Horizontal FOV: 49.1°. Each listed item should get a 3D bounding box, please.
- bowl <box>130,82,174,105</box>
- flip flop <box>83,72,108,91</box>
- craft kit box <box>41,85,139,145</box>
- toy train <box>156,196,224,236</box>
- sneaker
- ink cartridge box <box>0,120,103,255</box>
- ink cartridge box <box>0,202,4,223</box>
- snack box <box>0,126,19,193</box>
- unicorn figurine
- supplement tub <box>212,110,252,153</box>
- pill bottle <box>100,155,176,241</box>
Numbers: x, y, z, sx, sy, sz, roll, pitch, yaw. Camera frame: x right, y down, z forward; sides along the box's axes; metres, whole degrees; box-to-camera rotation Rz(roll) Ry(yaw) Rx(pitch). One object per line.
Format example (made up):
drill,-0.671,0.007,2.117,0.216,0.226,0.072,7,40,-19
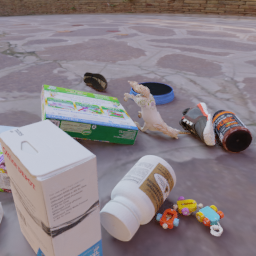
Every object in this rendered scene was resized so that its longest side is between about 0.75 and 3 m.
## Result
bowl,1.110,-1.647,12.932,2.063,0.405,2.063,0,28,0
flip flop,-1.577,-2.348,14.040,0.546,0.769,1.896,12,9,-44
craft kit box,-1.468,-0.525,9.723,2.961,0.718,2.925,8,26,-21
toy train,1.364,2.009,6.099,1.362,0.379,1.023,8,30,21
sneaker,2.326,-0.065,9.615,1.068,1.005,2.608,-11,19,11
ink cartridge box,-1.393,1.305,5.182,1.012,2.418,1.754,-21,35,-35
ink cartridge box,-3.139,2.050,5.955,0.675,0.390,0.927,-3,28,-6
snack box,-3.830,0.745,7.944,2.476,0.838,2.088,4,28,8
unicorn figurine,0.790,-0.433,9.608,1.694,2.466,0.911,16,61,50
supplement tub,3.327,0.019,9.250,0.917,0.917,1.714,-1,28,-2
pill bottle,0.226,1.514,6.208,1.043,1.043,1.825,18,41,30
